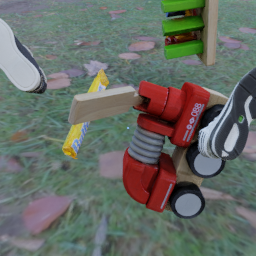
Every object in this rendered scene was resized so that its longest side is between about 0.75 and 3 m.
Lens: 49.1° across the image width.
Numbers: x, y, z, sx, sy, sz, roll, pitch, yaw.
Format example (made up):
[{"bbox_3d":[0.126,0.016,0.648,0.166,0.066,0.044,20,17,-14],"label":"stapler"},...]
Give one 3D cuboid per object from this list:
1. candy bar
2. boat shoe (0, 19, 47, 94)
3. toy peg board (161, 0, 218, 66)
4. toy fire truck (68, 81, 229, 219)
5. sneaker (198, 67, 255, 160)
[{"bbox_3d":[-0.692,-0.243,4.750,0.184,0.414,1.661,10,64,21],"label":"candy bar"},{"bbox_3d":[-2.347,-1.478,5.773,0.716,0.585,1.939,-43,79,2],"label":"boat shoe"},{"bbox_3d":[1.615,-3.805,8.891,1.454,2.972,2.960,-10,36,-1],"label":"toy peg board"},{"bbox_3d":[0.283,0.207,4.384,2.365,2.081,1.521,18,18,-6],"label":"toy fire truck"},{"bbox_3d":[1.014,-0.147,2.825,0.396,0.603,1.048,38,76,-9],"label":"sneaker"}]
